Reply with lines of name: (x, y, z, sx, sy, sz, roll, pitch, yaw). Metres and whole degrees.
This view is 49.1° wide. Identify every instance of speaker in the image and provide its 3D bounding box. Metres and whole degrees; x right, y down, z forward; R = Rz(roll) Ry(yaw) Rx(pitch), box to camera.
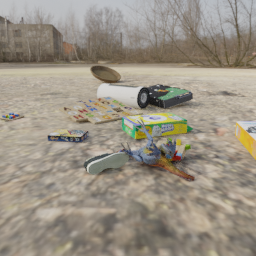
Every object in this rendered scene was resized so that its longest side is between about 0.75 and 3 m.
speaker: (-0.280, -1.588, 13.799, 2.615, 1.062, 1.062, 11, 19, 38)

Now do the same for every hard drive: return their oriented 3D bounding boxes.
hard drive: (1.730, -1.683, 14.539, 1.909, 0.517, 2.732, -20, 25, -29)

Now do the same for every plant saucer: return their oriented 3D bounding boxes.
plant saucer: (-2.011, -4.751, 24.809, 2.809, 0.414, 2.809, 16, 32, -10)

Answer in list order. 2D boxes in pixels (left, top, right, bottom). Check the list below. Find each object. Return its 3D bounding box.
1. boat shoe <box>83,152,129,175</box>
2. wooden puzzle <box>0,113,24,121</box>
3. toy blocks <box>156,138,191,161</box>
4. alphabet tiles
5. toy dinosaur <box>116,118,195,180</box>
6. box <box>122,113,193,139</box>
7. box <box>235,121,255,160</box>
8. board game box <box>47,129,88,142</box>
boat shoe: (-0.491, 0.744, 6.449, 1.091, 0.412, 0.329, -9, 24, -32)
wooden puzzle: (-4.734, -0.483, 11.390, 0.698, 0.174, 0.754, 7, 17, 27)
toy blocks: (1.028, 0.613, 7.019, 0.956, 0.478, 0.654, 7, 28, 21)
alphabet tiles: (-1.254, -0.795, 11.818, 2.943, 0.111, 2.460, -13, 30, -38)
toy dinosaur: (0.372, 0.703, 6.544, 0.967, 1.841, 1.671, -24, -10, -27)
box: (1.003, -0.121, 9.452, 2.151, 0.520, 1.262, -4, 16, -22)
box: (4.085, 0.309, 7.843, 1.619, 0.564, 2.719, 2, 13, 8)
board game box: (-1.850, 0.236, 8.730, 1.065, 0.184, 0.721, 3, 15, 11)
